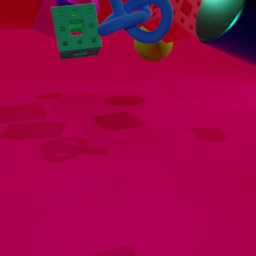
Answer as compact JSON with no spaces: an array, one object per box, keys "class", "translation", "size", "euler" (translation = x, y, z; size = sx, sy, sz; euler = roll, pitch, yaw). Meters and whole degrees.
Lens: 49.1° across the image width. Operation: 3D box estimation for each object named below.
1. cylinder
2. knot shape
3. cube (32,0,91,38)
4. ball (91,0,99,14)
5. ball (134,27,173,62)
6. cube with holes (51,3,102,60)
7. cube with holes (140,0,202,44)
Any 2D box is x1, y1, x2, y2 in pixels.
[{"class":"cylinder","translation":[1.171,-1.055,2.726],"size":[0.736,0.736,0.736],"euler":[15,15,-23]},{"class":"knot shape","translation":[0.010,-2.362,5.916],"size":[1.497,0.739,1.600],"euler":[-36,67,-16]},{"class":"cube","translation":[-1.979,-3.613,8.441],"size":[1.335,1.335,1.335],"euler":[15,50,-29]},{"class":"ball","translation":[-1.485,-4.490,10.386],"size":[0.851,0.851,0.851],"euler":[0,21,0]},{"class":"ball","translation":[0.905,-3.059,10.002],"size":[1.366,1.366,1.366],"euler":[0,21,0]},{"class":"cube with holes","translation":[-1.315,-2.421,7.167],"size":[1.040,1.040,1.040],"euler":[-10,5,-10]},{"class":"cube with holes","translation":[1.211,-3.168,7.738],"size":[1.082,1.082,1.082],"euler":[23,-9,-35]}]
